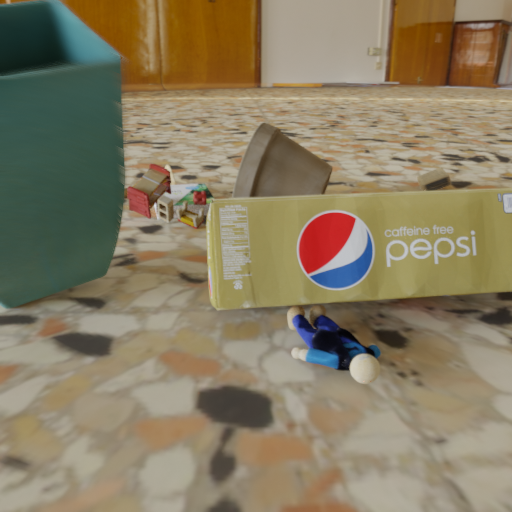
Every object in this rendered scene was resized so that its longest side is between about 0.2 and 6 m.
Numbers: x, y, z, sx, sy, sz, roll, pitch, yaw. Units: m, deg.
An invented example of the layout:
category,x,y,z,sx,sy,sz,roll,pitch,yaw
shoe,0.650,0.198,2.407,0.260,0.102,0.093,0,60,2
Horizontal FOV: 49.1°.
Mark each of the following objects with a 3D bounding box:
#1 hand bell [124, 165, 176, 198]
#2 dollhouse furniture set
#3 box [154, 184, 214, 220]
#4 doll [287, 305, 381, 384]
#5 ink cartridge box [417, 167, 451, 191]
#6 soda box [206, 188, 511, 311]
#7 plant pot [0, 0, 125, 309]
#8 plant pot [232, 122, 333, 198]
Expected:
category,x,y,z,sx,sy,sz,roll,pitch,yaw
hand bell,-2.526,-1.558,12.667,1.328,0.692,0.692,-18,25,-15
dollhouse furniture set,-1.632,-1.069,10.940,1.601,0.651,0.862,25,53,14
box,-1.545,-1.176,11.848,1.217,0.307,1.687,-5,23,-13
doll,0.845,0.983,6.140,1.019,0.362,1.494,-1,18,-23
ink cartridge box,4.144,-1.754,13.074,0.617,0.281,0.749,-20,19,13
soda box,1.410,-0.081,7.096,4.040,1.293,1.368,-2,-3,-7
plant pot,-3.025,-1.103,7.059,2.293,3.244,2.292,-20,45,-26
plant pot,0.583,-1.509,11.048,1.600,1.844,1.844,20,25,8
